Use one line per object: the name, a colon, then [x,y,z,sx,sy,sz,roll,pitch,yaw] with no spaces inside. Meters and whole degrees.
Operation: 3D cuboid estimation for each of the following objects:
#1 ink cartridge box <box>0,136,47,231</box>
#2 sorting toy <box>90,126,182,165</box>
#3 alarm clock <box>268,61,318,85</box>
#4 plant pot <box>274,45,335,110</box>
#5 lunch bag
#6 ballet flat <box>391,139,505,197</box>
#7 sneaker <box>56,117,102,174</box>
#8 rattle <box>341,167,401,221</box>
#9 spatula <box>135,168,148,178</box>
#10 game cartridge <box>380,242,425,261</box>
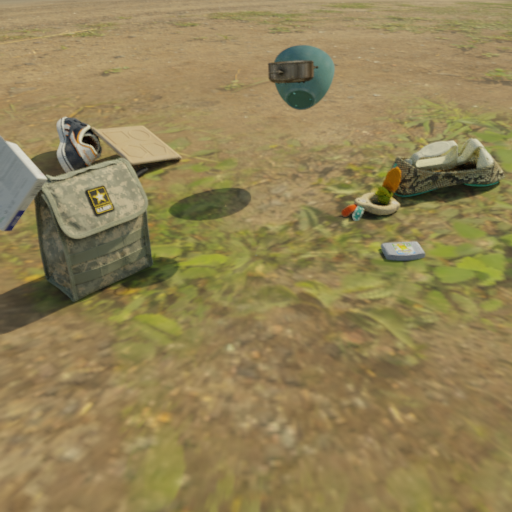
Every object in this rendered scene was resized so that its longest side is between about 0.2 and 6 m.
ink cartridge box: [-2.882,-0.849,6.412,0.825,0.810,0.179,47,18,15]
sorting toy: [-2.894,-2.648,13.538,1.592,0.314,1.720,41,33,27]
alarm clock: [0.541,-3.142,9.591,0.788,0.389,1.168,9,21,28]
plant pot: [0.960,-3.609,11.779,1.312,1.312,0.883,5,64,8]
lunch bag: [-2.603,-0.510,8.993,1.128,1.918,1.573,27,40,37]
ballet flat: [4.277,-1.991,12.187,2.945,1.109,0.999,-9,39,-15]
sneaker: [-4.242,-2.774,13.566,0.907,0.896,2.285,-26,43,2]
rattle: [2.346,-1.228,11.259,1.206,0.861,0.785,-5,51,-20]
spatula: [-3.034,-1.643,12.521,0.488,0.178,1.728,18,36,27]
game cartridge: [2.631,-0.083,10.020,0.700,0.142,0.467,-3,35,-5]
